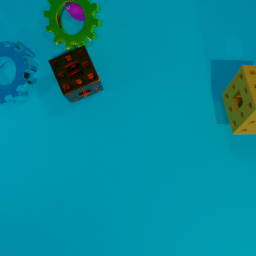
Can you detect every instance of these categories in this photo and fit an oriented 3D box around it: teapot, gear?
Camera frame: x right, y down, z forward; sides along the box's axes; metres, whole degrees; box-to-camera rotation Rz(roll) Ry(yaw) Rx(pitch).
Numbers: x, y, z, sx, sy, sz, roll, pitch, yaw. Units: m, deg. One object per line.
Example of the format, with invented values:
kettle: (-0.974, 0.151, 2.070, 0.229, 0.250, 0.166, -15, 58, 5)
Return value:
teapot: (-1.477, -3.705, 8.785, 1.068, 0.664, 0.523, 11, 83, -12)
gear: (-3.664, -1.614, 8.402, 1.898, 0.351, 1.898, -2, 84, 17)
gear: (-1.664, -3.315, 8.487, 1.796, 0.332, 1.796, 5, 107, 15)

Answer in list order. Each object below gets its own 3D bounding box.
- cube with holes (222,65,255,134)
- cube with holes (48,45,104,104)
cube with holes: (3.609, -0.737, 7.631, 1.345, 1.345, 1.345, -1, 62, -7)
cube with holes: (-1.493, -1.540, 8.293, 1.110, 1.110, 1.110, -24, 84, -3)
